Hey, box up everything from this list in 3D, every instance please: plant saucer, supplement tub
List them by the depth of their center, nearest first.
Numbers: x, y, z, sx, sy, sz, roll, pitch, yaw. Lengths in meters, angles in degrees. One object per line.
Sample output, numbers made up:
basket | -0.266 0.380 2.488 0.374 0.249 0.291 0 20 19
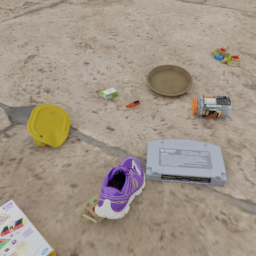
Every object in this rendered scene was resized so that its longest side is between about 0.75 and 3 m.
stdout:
supplement tub | 3.410 -0.887 11.532 1.464 0.897 0.897 3 40 4
plant saucer | 1.948 -2.209 13.254 2.186 0.322 2.186 -1 50 1

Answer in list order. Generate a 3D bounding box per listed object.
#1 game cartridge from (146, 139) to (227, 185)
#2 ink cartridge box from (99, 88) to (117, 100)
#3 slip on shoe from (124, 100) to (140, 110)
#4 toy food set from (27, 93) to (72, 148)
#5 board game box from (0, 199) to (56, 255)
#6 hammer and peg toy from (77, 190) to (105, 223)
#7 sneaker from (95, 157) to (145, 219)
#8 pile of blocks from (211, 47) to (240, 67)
game cartridge | 1.914 1.094 9.509 2.548 0.516 1.699 4 43 5
ink cartridge box | -0.925 -1.661 12.925 0.574 0.294 0.776 -23 46 -25
slip on shoe | 0.188 -1.017 12.199 0.780 0.239 0.289 -21 46 -21
toy food set | -3.033 -0.109 10.797 1.489 0.827 2.531 19 39 -15
board game box | -3.137 3.039 7.174 1.650 0.435 2.156 -32 49 -33
hammer and peg toy | -0.901 2.352 8.066 0.766 0.367 1.042 32 49 30
sneaker | -0.083 1.490 8.213 1.104 1.143 2.739 11 22 10
pile of blocks | 5.337 -4.042 15.524 0.820 0.620 1.997 -25 45 -27
